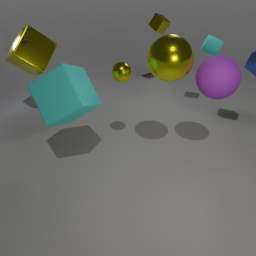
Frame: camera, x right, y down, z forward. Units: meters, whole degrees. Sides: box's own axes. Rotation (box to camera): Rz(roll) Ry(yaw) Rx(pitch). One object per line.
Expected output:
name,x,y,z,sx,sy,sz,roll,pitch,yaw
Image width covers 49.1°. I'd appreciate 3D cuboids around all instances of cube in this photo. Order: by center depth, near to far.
cube,-1.932,-1.007,8.759,1.400,1.400,1.400,-27,-1,17
cube,4.880,-2.406,10.271,0.700,0.700,0.700,35,-14,-10
cube,-4.065,-3.190,11.770,1.400,1.400,1.400,29,-13,-32
cube,1.627,-5.352,14.371,0.700,0.700,0.700,-11,55,-48

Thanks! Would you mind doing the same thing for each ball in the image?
ball,1.275,-2.094,8.462,1.400,1.400,1.400,0,30,0
ball,2.913,-1.627,9.050,1.400,1.400,1.400,0,30,0
ball,-0.209,-1.859,9.366,0.700,0.700,0.700,0,30,0

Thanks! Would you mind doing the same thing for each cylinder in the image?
cylinder,3.643,-3.571,12.151,0.700,0.700,0.700,27,33,1
